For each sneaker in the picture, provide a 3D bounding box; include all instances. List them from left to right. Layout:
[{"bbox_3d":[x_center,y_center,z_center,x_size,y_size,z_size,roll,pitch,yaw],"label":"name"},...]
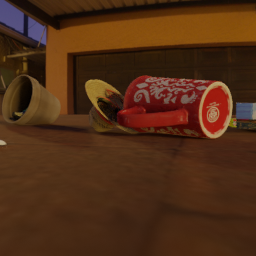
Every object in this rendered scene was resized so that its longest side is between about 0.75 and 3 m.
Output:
[{"bbox_3d":[-4.912,-0.824,14.132,0.811,0.935,2.110,-3,-2,31],"label":"sneaker"}]

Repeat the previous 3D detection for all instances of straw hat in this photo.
[{"bbox_3d":[-0.769,-0.431,9.437,1.068,2.523,2.523,-43,-16,23],"label":"straw hat"}]

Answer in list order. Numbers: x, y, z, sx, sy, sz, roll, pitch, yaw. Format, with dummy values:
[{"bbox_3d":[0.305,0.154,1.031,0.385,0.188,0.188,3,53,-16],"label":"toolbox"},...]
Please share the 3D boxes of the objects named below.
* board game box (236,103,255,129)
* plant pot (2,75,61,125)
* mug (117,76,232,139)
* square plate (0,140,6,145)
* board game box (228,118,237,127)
[{"bbox_3d":[5.049,-0.339,9.359,2.680,0.584,2.693,0,-6,22],"label":"board game box"},{"bbox_3d":[-4.768,-1.162,14.341,2.506,2.506,2.174,3,-12,36],"label":"plant pot"},{"bbox_3d":[1.223,-0.391,7.938,2.703,1.803,2.399,11,53,49],"label":"mug"},{"bbox_3d":[-3.219,0.297,5.942,0.950,0.136,0.959,-4,5,-43],"label":"square plate"},{"bbox_3d":[5.051,-0.248,12.954,0.736,0.345,1.449,1,4,9],"label":"board game box"}]
